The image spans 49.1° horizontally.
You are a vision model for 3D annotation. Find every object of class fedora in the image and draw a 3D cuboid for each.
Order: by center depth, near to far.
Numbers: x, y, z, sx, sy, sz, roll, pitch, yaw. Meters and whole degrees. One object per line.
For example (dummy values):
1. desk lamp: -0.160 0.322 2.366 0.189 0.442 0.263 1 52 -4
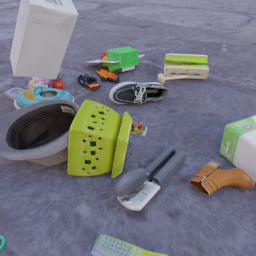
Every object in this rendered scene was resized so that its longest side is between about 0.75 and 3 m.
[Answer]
1. fedora: -2.479 0.289 8.517 2.776 1.254 2.456 -19 43 -3

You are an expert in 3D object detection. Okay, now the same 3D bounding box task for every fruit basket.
1. fruit basket: -0.725 -3.538 14.717 2.487 1.166 2.304 4 21 46

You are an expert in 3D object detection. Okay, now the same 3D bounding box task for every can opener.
1. can opener: 0.743 1.246 7.709 0.729 0.921 2.770 23 36 31

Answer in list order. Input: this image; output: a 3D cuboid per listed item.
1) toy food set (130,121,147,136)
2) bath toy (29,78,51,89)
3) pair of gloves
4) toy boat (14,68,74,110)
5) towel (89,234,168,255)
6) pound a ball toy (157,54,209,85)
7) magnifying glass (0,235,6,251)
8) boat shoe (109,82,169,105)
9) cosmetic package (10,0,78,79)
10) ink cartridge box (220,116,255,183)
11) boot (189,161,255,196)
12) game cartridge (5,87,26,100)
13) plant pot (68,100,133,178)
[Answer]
1. toy food set: 0.180 -0.104 10.078 1.089 0.356 0.641 12 36 17
2. bath toy: -4.018 -1.998 12.650 0.691 0.814 1.871 -39 28 23
3. pair of gloves: -1.414 -2.344 13.470 1.852 0.229 1.650 -23 40 -31
4. toy boat: -3.200 -1.411 11.167 2.339 1.293 2.782 3 35 5
5. towel: -0.296 3.181 5.332 1.680 0.266 2.340 13 36 20
6. pound a ball toy: 2.605 -2.653 13.506 2.406 1.022 1.569 2 60 3
7. magnifying glass: -3.323 2.622 6.290 1.094 0.123 0.436 -2 34 -1
8. boat shoe: 0.482 -1.384 11.491 2.457 0.907 0.839 -3 20 -21
9. cosmetic package: -3.034 -3.171 9.833 1.639 2.904 1.178 0 51 -36
10. ink cartridge box: 4.402 0.800 8.013 2.022 1.168 2.779 -15 37 -21
11. boot: 2.524 1.489 7.613 1.136 0.541 1.469 -28 32 -36
12. game cartridge: -4.790 -1.477 12.246 1.112 0.231 0.741 16 42 23
13. plant pot: -0.769 0.380 8.231 1.557 1.716 1.707 12 34 0
